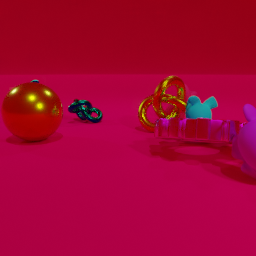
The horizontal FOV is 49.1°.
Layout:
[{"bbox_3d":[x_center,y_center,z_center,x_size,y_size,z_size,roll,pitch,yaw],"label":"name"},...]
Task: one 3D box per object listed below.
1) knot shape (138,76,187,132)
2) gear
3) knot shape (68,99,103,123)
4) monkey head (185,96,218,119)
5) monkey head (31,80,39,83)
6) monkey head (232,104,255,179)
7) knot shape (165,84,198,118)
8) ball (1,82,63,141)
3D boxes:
[{"bbox_3d":[0.860,-0.439,6.670,1.327,1.418,0.655,-23,21,14],"label":"knot shape"},{"bbox_3d":[1.342,0.078,4.915,1.737,0.321,1.737,4,-3,0],"label":"gear"},{"bbox_3d":[-1.293,-0.513,8.044,1.050,0.485,0.983,29,-9,-36],"label":"knot shape"},{"bbox_3d":[1.606,-0.334,5.966,0.764,1.062,0.640,-30,20,8],"label":"monkey head"},{"bbox_3d":[-3.092,-0.807,8.362,1.049,0.879,1.458,2,-28,-37],"label":"monkey head"},{"bbox_3d":[1.863,0.250,3.743,0.831,0.696,1.156,-11,60,-26],"label":"monkey head"},{"bbox_3d":[1.460,-0.716,7.513,0.528,1.142,1.069,32,-20,8],"label":"knot shape"},{"bbox_3d":[-1.959,-0.333,5.788,1.210,1.210,1.210,0,12,0],"label":"ball"}]
